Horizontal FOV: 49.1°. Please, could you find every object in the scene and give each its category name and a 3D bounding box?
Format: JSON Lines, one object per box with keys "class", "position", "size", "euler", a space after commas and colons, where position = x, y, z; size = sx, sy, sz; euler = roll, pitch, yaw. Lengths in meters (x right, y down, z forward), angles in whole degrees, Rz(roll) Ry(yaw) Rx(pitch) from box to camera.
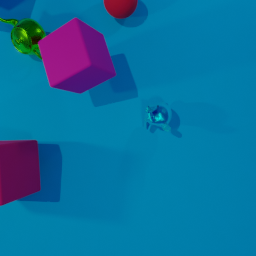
{"class": "monkey head", "position": [0.737, -0.242, 6.978], "size": [0.649, 0.774, 1.076], "euler": [3, 45, -9]}
{"class": "teapot", "position": [-2.624, -2.328, 7.172], "size": [1.509, 0.938, 0.739], "euler": [46, 42, -5]}
{"class": "cube", "position": [-2.911, 0.950, 6.384], "size": [1.242, 1.242, 1.242], "euler": [-2, 92, 22]}
{"class": "ball", "position": [-0.190, -3.330, 7.316], "size": [0.890, 0.890, 0.890], "euler": [0, 83, 0]}
{"class": "cube", "position": [-1.130, -1.561, 6.351], "size": [1.119, 1.119, 1.119], "euler": [-22, 79, 24]}
